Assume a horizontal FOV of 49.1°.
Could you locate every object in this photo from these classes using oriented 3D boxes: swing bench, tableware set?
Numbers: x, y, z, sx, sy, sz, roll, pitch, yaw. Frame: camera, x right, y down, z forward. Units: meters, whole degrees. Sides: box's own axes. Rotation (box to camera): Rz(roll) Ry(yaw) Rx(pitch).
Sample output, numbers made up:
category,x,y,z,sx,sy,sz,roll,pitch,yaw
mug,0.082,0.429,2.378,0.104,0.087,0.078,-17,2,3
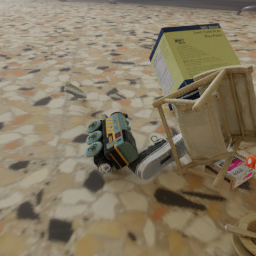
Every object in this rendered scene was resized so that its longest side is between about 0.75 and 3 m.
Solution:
category,x,y,z,sx,sy,sz,roll,pitch,yaw
swing bench,1.852,-0.108,6.126,1.937,1.926,1.256,-33,25,-27
tableware set,2.791,2.162,4.231,1.721,0.522,2.604,-20,37,-30

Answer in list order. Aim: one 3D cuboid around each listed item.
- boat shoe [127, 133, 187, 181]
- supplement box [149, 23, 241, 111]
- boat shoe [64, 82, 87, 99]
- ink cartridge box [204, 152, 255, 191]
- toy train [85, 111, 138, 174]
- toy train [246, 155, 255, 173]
category,x,y,z,sx,sy,sz,roll,pitch,yaw
boat shoe,0.812,0.545,6.769,1.937,0.715,0.662,-33,46,-27
supplement box,2.222,-2.064,9.362,2.245,1.507,2.243,-11,68,-19
boat shoe,-1.775,-1.286,9.691,0.366,0.315,1.017,-7,-17,31
ink cartridge box,2.353,0.939,6.442,0.946,0.355,0.779,-20,35,-31
toy train,-0.392,0.280,6.769,1.105,0.826,1.939,-27,30,10
toy train,3.426,1.079,5.183,2.342,0.651,1.759,11,-3,40
